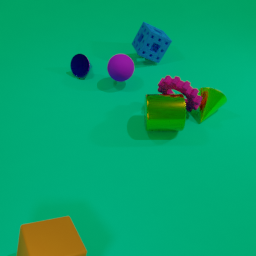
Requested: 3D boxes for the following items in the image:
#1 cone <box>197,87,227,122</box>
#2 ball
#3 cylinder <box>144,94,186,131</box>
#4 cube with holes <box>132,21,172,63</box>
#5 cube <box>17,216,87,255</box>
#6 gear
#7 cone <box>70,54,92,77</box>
[{"bbox_3d":[2.527,-0.607,9.028,1.009,1.009,1.013,21,72,19],"label":"cone"},{"bbox_3d":[-0.258,-2.139,9.960,0.970,0.970,0.970,0,45,0],"label":"ball"},{"bbox_3d":[1.087,-0.467,8.481,1.127,1.127,1.127,0,45,0],"label":"cylinder"},{"bbox_3d":[0.922,-3.396,11.134,1.008,1.008,1.008,14,34,-29],"label":"cube with holes"},{"bbox_3d":[-1.470,2.417,5.262,0.967,0.967,0.967,0,27,-34],"label":"cube"},{"bbox_3d":[1.614,-1.072,8.861,1.434,1.434,0.265,26,72,24],"label":"gear"},{"bbox_3d":[-1.620,-2.413,10.880,0.875,0.875,0.879,23,18,21],"label":"cone"}]
